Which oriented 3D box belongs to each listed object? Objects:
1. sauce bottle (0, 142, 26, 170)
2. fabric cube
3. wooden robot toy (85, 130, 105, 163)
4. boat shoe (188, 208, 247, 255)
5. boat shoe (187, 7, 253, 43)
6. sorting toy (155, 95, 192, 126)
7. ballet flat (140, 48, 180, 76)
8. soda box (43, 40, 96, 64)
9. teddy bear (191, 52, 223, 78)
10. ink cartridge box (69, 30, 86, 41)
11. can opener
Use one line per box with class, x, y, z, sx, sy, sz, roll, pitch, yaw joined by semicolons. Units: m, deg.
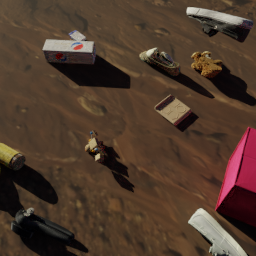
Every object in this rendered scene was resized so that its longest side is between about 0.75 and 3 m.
sauce bottle;-4.955;0.915;10.810;2.107;0.682;0.682;24;59;18
fabric cube;4.540;1.822;9.173;2.362;2.324;2.369;20;59;13
wooden robot toy;-1.349;0.809;11.073;0.677;0.657;1.491;-35;56;19
boat shoe;2.890;3.687;8.914;0.828;0.811;2.324;-41;63;-7
boat shoe;2.853;-3.355;9.142;2.397;0.794;0.838;32;32;34
sorting toy;1.968;-0.779;12.262;1.155;0.228;1.248;-38;68;-23
ballet flat;1.580;-3.383;13.621;2.339;0.881;0.793;35;64;22
soda box;-2.884;-3.802;13.971;2.468;0.786;0.840;4;56;2
teddy bear;3.820;-3.093;13.666;1.437;0.662;1.981;-18;49;-21
ink cartridge box;-2.736;-4.915;15.105;0.884;0.186;0.528;41;64;21
can opener;-2.784;3.282;9.290;2.174;0.855;0.689;15;18;7
